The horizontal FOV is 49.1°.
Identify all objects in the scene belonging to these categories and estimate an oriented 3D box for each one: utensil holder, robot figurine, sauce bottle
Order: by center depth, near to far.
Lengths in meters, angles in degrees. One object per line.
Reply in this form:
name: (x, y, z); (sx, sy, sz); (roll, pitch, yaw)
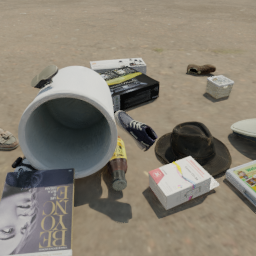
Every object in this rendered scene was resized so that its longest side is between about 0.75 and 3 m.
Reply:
robot figurine: (-2.585, 1.090, 7.495); (0.791, 0.657, 1.052); (-6, 29, 22)
sauce bottle: (-0.305, 0.930, 7.791); (0.617, 0.617, 1.868); (-5, 33, -7)
utensil holder: (-1.530, -0.341, 8.003); (2.399, 2.399, 2.823); (-2, 26, -3)

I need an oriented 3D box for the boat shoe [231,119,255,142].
boat shoe: (4.441, 0.266, 8.508); (2.648, 0.819, 0.992); (5, 40, 46)

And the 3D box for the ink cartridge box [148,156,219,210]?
ink cartridge box: (1.444, 1.308, 7.173); (1.614, 0.545, 0.940); (-18, 37, -18)

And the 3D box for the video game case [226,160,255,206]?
video game case: (4.532, 1.590, 7.052); (2.986, 0.329, 2.718); (-14, 36, -19)

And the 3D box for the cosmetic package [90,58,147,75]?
cosmetic package: (-0.491, -2.840, 13.455); (2.583, 0.654, 1.066); (-7, 33, -10)

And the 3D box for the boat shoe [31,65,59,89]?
boat shoe: (-2.042, -1.264, 7.071); (1.015, 0.318, 0.369); (-22, 56, 33)

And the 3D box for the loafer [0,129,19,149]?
loafer: (-4.228, 0.220, 8.938); (1.671, 0.525, 0.601); (15, 36, 22)

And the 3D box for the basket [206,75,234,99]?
basket: (3.836, -1.732, 11.768); (0.816, 0.662, 0.823); (-14, 35, -19)

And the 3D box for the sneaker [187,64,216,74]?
sneaker: (3.570, -2.789, 13.670); (1.395, 0.492, 0.527); (7, 52, 18)

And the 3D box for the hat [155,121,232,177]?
hat: (1.990, 0.380, 8.336); (2.353, 0.949, 2.353); (1, 33, 0)

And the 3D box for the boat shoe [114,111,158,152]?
boat shoe: (0.209, -0.031, 6.428); (1.161, 0.538, 0.434); (47, 52, 1)

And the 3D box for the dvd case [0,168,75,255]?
dvd case: (-2.051, 1.893, 6.233); (1.645, 0.177, 2.212); (-3, 49, -5)

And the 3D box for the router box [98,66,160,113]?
router box: (-0.510, -1.599, 11.474); (2.874, 0.751, 2.260); (-21, 39, -28)
